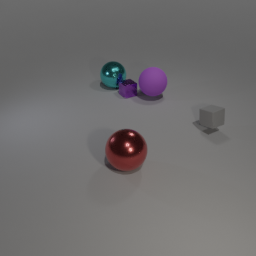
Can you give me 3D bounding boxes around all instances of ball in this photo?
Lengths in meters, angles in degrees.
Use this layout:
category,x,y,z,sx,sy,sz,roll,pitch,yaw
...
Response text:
category,x,y,z,sx,sy,sz,roll,pitch,yaw
ball,-0.055,0.721,9.235,1.400,1.400,1.400,0,32,0
ball,1.206,-2.242,13.578,1.400,1.400,1.400,0,32,0
ball,-0.777,-2.809,14.782,1.400,1.400,1.400,0,32,0

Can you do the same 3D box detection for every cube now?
category,x,y,z,sx,sy,sz,roll,pitch,yaw
cube,3.340,-0.456,11.141,0.700,0.700,0.700,-18,25,-29
cube,-0.006,-1.991,14.151,0.700,0.700,0.700,-17,36,-25
